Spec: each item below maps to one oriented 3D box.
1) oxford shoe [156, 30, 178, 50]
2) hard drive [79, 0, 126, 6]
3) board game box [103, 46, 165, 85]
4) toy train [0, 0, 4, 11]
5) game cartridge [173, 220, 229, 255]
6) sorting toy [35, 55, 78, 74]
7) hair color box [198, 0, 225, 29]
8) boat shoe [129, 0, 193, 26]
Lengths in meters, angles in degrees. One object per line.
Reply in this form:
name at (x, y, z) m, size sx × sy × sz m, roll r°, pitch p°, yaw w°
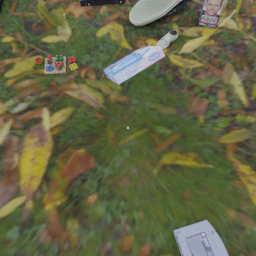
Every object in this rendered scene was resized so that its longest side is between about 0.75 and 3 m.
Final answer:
oxford shoe at (1.238, -2.818, 8.897) m, size 0.950 × 0.274 × 0.357 m, roll -41°, pitch 70°, yaw -19°
hard drive at (-0.950, -4.926, 10.115) m, size 1.646 × 0.311 × 1.150 m, roll -5°, pitch 59°, yaw -2°
board game box at (0.085, -1.405, 6.107) m, size 1.137 × 0.247 × 1.131 m, roll -32°, pitch 23°, yaw -5°
toy train at (-4.819, -5.164, 10.138) m, size 0.685 × 0.510 × 2.990 m, roll -7°, pitch 59°, yaw 0°
game cartridge at (1.576, 2.634, 5.712) m, size 0.894 × 0.274 × 1.342 m, roll -16°, pitch 61°, yaw -5°
sorting toy at (-2.154, -1.938, 8.409) m, size 1.288 × 0.218 × 0.621 m, roll -5°, pitch 60°, yaw -3°
hair color box at (2.683, -3.815, 8.924) m, size 0.611 × 1.222 × 0.370 m, roll 13°, pitch 60°, yaw 8°
boat shoe at (1.237, -4.132, 9.388) m, size 2.584 × 0.804 × 0.964 m, roll -32°, pitch 70°, yaw -1°
